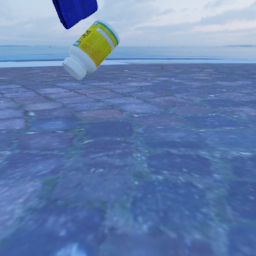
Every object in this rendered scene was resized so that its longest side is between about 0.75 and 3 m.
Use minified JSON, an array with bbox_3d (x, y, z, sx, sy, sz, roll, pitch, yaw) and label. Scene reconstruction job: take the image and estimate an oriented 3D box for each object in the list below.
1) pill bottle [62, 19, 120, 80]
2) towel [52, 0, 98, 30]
[{"bbox_3d":[-1.281,-2.629,9.557,1.987,1.120,1.120,-51,35,-11],"label":"pill bottle"},{"bbox_3d":[-1.264,-3.036,6.749,0.302,0.899,1.217,19,50,33],"label":"towel"}]
